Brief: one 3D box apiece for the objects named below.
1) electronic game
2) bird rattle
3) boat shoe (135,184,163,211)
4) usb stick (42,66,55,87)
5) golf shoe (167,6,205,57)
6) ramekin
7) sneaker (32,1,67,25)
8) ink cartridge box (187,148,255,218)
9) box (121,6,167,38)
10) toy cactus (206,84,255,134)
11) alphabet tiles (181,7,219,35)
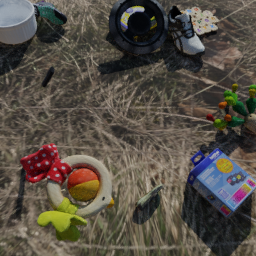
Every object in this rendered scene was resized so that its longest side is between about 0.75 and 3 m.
[{"bbox_3d":[0.495,-4.666,12.595,2.751,0.572,2.751,0,88,-9],"label":"electronic game"},{"bbox_3d":[-1.587,1.608,7.682,2.226,1.538,2.731,-12,59,-20],"label":"bird rattle"},{"bbox_3d":[0.724,2.201,8.854,1.080,0.386,0.355,-34,72,-19],"label":"boat shoe"},{"bbox_3d":[-2.691,-1.706,9.423,0.167,1.024,0.284,5,65,-31],"label":"usb stick"},{"bbox_3d":[2.521,-4.357,12.609,1.085,1.319,2.791,-26,62,-17],"label":"golf shoe"},{"bbox_3d":[-5.408,-4.983,13.132,2.249,1.096,2.249,0,56,0],"label":"ramekin"},{"bbox_3d":[-3.750,-5.871,13.916,2.226,0.828,0.975,27,56,17],"label":"sneaker"},{"bbox_3d":[2.877,1.623,8.995,1.378,0.771,2.019,-36,62,-22],"label":"ink cartridge box"},{"bbox_3d":[0.624,-5.402,13.707,2.599,0.629,1.525,-35,64,-22],"label":"box"},{"bbox_3d":[4.162,-0.519,10.373,2.396,1.225,1.977,-39,83,-25],"label":"toy cactus"},{"bbox_3d":[3.448,-5.301,13.877,1.968,0.144,1.925,-21,61,-16],"label":"alphabet tiles"}]
